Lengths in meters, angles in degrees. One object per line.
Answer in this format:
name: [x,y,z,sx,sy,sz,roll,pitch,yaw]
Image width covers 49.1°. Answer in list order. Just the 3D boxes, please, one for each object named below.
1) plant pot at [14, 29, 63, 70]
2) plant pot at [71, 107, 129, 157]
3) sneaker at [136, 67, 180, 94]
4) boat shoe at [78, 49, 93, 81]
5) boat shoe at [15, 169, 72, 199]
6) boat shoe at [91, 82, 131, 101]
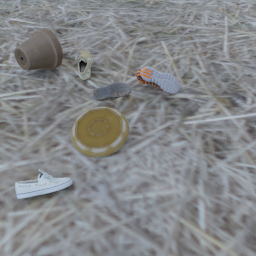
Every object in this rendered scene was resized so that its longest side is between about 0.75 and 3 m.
plant pot: [-3.248,-2.627,9.892,1.447,1.447,1.262,27,45,27]
plant pot: [-0.770,0.029,7.525,1.600,0.220,1.600,-3,56,5]
sneaker: [0.955,-1.606,9.338,1.513,0.587,0.848,25,-1,-20]
boat shoe: [-1.581,-2.381,10.124,0.498,0.448,1.380,-5,61,7]
boat shoe: [-1.900,1.180,6.284,1.232,0.525,0.455,-11,3,-7]
boat shoe: [-0.482,-1.073,8.397,1.211,0.444,0.451,-7,82,10]
